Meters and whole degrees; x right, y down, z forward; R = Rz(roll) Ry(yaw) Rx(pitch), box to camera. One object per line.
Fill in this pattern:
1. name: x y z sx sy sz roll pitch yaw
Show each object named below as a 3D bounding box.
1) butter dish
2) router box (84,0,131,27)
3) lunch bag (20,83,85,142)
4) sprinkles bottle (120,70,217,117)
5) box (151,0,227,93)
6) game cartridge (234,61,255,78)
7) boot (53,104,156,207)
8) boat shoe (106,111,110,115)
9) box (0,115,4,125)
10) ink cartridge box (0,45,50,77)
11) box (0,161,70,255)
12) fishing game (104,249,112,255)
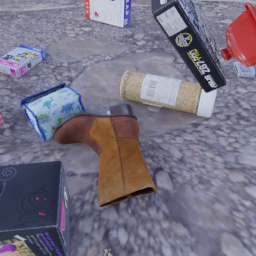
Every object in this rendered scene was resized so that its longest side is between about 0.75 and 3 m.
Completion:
1. butter dish: 2.568 -1.867 6.170 1.058 1.432 1.428 -30 5 28
2. router box: -0.958 -6.223 12.865 2.323 2.588 0.632 23 42 25
3. lunch bag: -2.105 -0.575 7.730 1.377 1.032 1.620 -27 35 -23
4. sprinkles bottle: 1.159 -1.035 8.232 2.705 0.923 0.923 13 43 15
5. box: 1.441 -2.373 6.626 0.629 2.562 2.065 -23 45 30
6. game cartridge: 4.194 -2.091 10.026 0.618 0.190 0.928 1 41 7
7. boot: -0.667 0.723 6.555 2.219 0.807 2.357 -11 57 0
8. boat shoe: -0.190 -0.026 7.494 0.350 0.424 1.237 -23 54 -17
9. box: -4.021 -0.132 7.526 0.555 0.512 1.083 22 46 23
10. ink cartridge box: -3.930 -2.602 10.464 1.130 0.397 1.894 17 42 18
11. box: -2.288 1.569 5.042 2.322 1.231 1.419 -5 42 -6
12. fishing game: -0.699 2.811 4.375 1.815 0.282 1.300 -27 45 -27
